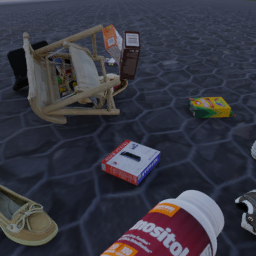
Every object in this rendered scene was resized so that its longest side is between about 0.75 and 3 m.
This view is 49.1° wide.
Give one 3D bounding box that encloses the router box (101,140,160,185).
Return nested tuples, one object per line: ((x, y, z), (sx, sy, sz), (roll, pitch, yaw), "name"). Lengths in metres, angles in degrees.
((0.095, 0.882, 7.556), (1.122, 0.305, 1.250), (18, 35, 27), "router box")

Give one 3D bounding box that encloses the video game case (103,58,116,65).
((-1.058, -3.655, 15.340), (0.784, 0.155, 0.865), (6, 31, 9), "video game case")

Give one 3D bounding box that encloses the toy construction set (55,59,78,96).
((-2.472, -1.997, 11.726), (1.795, 1.654, 2.152), (-22, 5, 30), "toy construction set")

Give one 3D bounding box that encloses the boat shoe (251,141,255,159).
((4.668, 0.240, 8.040), (2.559, 0.911, 0.893), (-15, 34, -23), "boat shoe")

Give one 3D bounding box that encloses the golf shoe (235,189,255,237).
((2.748, 2.014, 5.439), (0.905, 0.745, 1.916), (-18, 29, 7), "golf shoe")

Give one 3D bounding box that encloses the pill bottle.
((0.630, 2.032, 4.665), (1.292, 1.292, 2.287), (24, 37, 35), "pill bottle")

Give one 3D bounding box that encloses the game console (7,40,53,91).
((-4.159, -2.615, 11.858), (1.861, 1.083, 1.637), (-34, 4, -36), "game console")

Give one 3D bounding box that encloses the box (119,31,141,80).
((0.031, -1.857, 7.280), (0.452, 1.205, 0.604), (1, 61, -5), "box")

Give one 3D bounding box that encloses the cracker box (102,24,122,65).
((-0.277, -2.346, 8.371), (0.358, 1.241, 0.831), (-21, 60, 17), "cracker box")

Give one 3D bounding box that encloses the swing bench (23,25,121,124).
((-1.956, -1.819, 9.671), (2.853, 1.851, 2.838), (-11, 60, -9), "swing bench")

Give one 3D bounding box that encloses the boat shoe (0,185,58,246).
((-2.354, 1.706, 5.821), (2.096, 0.659, 0.765), (20, 36, 30), "boat shoe")

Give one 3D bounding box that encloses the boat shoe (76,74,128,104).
((-0.938, -1.597, 11.105), (0.887, 0.946, 2.565), (13, 32, 32), "boat shoe")

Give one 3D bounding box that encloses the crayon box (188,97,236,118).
((3.072, -0.765, 10.262), (1.515, 0.385, 0.962), (-2, 31, -5), "crayon box")
